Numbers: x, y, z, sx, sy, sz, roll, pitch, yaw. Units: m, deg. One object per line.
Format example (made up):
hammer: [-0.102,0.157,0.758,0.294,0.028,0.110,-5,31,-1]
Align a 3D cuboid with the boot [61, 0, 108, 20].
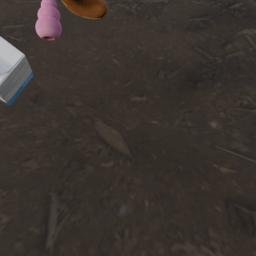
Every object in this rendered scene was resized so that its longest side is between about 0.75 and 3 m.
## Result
boot: [-1.490,-3.855,7.817,0.896,2.336,1.813,-56,23,7]

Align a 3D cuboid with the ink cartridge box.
ink cartridge box: [-2.629,-1.212,5.621,0.942,1.465,0.918,36,77,-6]

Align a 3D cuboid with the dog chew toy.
dog chew toy: [-2.010,-2.800,7.137,0.647,0.647,1.039,1,90,1]
